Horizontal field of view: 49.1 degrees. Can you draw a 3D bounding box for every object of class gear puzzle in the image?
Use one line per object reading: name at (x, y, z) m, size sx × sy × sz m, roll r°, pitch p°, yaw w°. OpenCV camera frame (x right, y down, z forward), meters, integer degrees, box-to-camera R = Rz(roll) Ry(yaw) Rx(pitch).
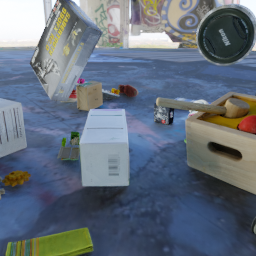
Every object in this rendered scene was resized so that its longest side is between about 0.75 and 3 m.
gear puzzle at (-3.549, 1.365, 6.378) m, size 2.597 × 0.340 × 1.345 m, roll -11°, pitch 23°, yaw -27°

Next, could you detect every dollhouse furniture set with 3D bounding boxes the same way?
dollhouse furniture set at (-1.740, 0.664, 8.530) m, size 0.607 × 0.469 × 1.214 m, roll 6°, pitch 39°, yaw -4°

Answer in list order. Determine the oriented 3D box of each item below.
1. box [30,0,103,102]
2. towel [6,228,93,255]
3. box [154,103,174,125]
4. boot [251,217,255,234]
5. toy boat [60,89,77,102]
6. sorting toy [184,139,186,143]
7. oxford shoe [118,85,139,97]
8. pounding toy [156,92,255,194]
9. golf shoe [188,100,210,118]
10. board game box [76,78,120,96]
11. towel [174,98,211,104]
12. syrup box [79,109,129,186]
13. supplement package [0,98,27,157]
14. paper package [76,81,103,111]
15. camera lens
box at (-2.176, -2.603, 9.310) m, size 0.663 × 2.745 × 2.174 m, roll 3°, pitch 41°, yaw -45°
towel at (-1.352, 2.047, 4.850) m, size 1.420 × 0.128 × 0.611 m, roll -6°, pitch 22°, yaw -17°
box at (1.411, -0.576, 11.036) m, size 0.703 × 0.772 × 0.402 m, roll 15°, pitch 26°, yaw 36°
boot at (3.445, 1.721, 4.974) m, size 2.185 × 0.740 × 1.427 m, roll -6°, pitch 15°, yaw -19°
toy boat at (-3.009, -1.833, 14.194) m, size 0.919 × 0.921 × 1.409 m, roll 0°, pitch 22°, yaw 0°
sorting toy at (3.284, 0.537, 8.503) m, size 2.908 × 0.428 × 2.150 m, roll -2°, pitch 21°, yaw -6°
oxford shoe at (0.145, -2.116, 15.452) m, size 0.670 × 0.631 × 1.791 m, roll -7°, pitch 22°, yaw -31°
pounding toy at (2.679, -0.004, 7.212) m, size 2.623 × 2.026 × 2.849 m, roll -29°, pitch 34°, yaw -34°
golf shoe at (2.697, -0.512, 10.772) m, size 1.087 × 0.895 × 2.376 m, roll -6°, pitch 20°, yaw -8°
board game box at (-2.335, -2.399, 15.091) m, size 2.895 × 0.375 × 2.895 m, roll 10°, pitch 8°, yaw -43°
towel at (3.004, -1.142, 13.401) m, size 1.801 × 0.214 × 1.323 m, roll 12°, pitch 21°, yaw 25°
syrup box at (-0.594, 0.386, 7.851) m, size 1.186 × 1.146 × 2.912 m, roll 0°, pitch 20°, yaw -1°
supplement package at (-4.554, 0.156, 7.969) m, size 1.555 × 1.497 × 2.734 m, roll 13°, pitch 23°, yaw 31°
paper package at (-1.755, -1.495, 12.933) m, size 0.639 × 1.177 × 1.235 m, roll 10°, pitch 24°, yaw 26°
camera lens at (3.102, -2.925, 8.660) m, size 1.679 × 1.679 × 2.099 m, roll 9°, pitch 26°, yaw 22°
